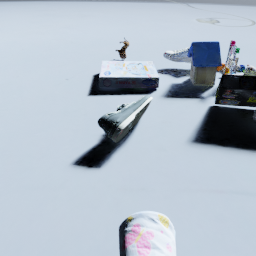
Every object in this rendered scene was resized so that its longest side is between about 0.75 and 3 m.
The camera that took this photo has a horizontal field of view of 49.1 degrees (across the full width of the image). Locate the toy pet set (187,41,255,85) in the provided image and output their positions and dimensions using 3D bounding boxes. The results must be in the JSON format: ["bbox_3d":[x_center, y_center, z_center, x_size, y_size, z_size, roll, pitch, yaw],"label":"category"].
[{"bbox_3d":[3.321,-2.324,9.640,2.428,1.381,2.600,0,29,2],"label":"toy pet set"}]

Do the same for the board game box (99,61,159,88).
[{"bbox_3d":[0.015,-1.926,9.892,1.958,0.404,1.963,0,28,-1],"label":"board game box"}]

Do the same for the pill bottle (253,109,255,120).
[{"bbox_3d":[3.593,-0.274,6.845,0.909,0.510,0.510,15,33,12],"label":"pill bottle"}]

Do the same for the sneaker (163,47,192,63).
[{"bbox_3d":[2.234,-2.932,10.858,1.683,0.713,0.613,9,40,5],"label":"sneaker"}]

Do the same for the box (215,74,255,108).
[{"bbox_3d":[3.275,-0.922,7.339,1.787,0.395,1.431,6,-11,12],"label":"box"}]

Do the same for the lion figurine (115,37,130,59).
[{"bbox_3d":[-0.162,-3.452,12.119,0.582,0.951,0.345,26,4,35],"label":"lion figurine"}]

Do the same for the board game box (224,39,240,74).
[{"bbox_3d":[3.505,-2.269,9.387,0.144,1.110,1.110,14,7,30],"label":"board game box"}]

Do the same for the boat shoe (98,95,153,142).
[{"bbox_3d":[-0.007,-0.396,6.690,0.631,0.744,2.043,34,37,9],"label":"boat shoe"}]

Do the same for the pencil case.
[{"bbox_3d":[0.259,1.740,3.083,0.740,0.678,1.632,-11,37,5],"label":"pencil case"}]
